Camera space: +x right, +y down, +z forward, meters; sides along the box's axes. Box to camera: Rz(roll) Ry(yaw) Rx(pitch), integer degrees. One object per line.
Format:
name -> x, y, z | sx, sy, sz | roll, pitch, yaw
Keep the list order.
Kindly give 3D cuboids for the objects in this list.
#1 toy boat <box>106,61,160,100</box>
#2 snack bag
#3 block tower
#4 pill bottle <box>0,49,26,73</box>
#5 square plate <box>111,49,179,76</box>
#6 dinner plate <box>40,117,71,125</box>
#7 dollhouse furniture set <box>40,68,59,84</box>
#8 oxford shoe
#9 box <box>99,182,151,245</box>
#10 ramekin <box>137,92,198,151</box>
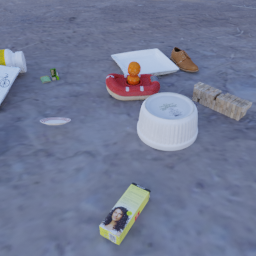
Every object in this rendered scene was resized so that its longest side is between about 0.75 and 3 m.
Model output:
toy boat -> 0.215, -2.156, 12.204 | 2.373, 1.551, 1.549 | -4, 38, -5
snack bag -> -6.082, -1.836, 12.101 | 2.264, 0.257, 2.401 | 11, 64, 13
block tower -> 3.785, -1.127, 11.624 | 0.653, 0.699, 2.417 | -31, 46, -34
pill bottle -> -6.268, -3.079, 13.561 | 2.393, 1.346, 1.346 | -8, 39, -9
square plate -> 0.815, -3.347, 14.688 | 2.788, 0.400, 2.814 | -12, 39, -15
dinner plate -> -2.589, -0.229, 10.023 | 1.075, 0.130, 1.075 | 0, 12, 0
dollhouse furniture set -> -3.846, -2.541, 13.624 | 0.848, 0.425, 0.555 | -18, 41, -21
oxford shoe -> 2.933, -3.591, 14.698 | 0.806, 0.806, 2.261 | -16, 42, -22
box -> -0.038, 2.227, 7.494 | 0.631, 0.420, 1.678 | 20, 41, 23
ramekin -> 1.462, -0.349, 10.186 | 2.258, 1.185, 2.258 | 0, 38, 0
